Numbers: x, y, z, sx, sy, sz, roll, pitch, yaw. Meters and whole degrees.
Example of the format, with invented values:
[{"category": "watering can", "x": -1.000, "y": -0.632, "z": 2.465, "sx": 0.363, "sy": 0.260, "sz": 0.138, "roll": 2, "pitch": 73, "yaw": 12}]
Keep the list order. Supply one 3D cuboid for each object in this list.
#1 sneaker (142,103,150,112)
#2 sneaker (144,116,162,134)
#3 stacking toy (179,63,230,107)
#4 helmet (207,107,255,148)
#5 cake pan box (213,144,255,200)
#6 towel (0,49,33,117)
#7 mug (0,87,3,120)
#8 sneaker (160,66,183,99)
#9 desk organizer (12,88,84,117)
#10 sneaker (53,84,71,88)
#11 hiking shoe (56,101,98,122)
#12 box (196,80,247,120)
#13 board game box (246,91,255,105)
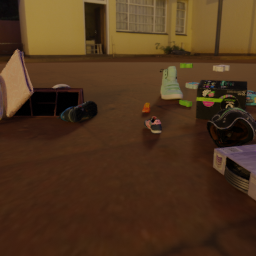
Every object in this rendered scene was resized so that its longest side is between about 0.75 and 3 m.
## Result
[{"category": "sneaker", "x": 0.700, "y": -0.776, "z": 10.641, "sx": 0.315, "sy": 0.333, "sz": 0.864, "roll": 2, "pitch": 18, "yaw": 2}, {"category": "sneaker", "x": 0.750, "y": -0.168, "z": 8.321, "sx": 0.371, "sy": 0.434, "sz": 1.058, "roll": -5, "pitch": 17, "yaw": -16}, {"category": "stacking toy", "x": 2.816, "y": -1.572, "z": 10.837, "sx": 0.547, "sy": 1.754, "sz": 2.326, "roll": -14, "pitch": 22, "yaw": -34}, {"category": "helmet", "x": 2.459, "y": -0.023, "z": 6.577, "sx": 0.947, "sy": 0.993, "sz": 0.993, "roll": -24, "pitch": 19, "yaw": -4}, {"category": "cake pan box", "x": 2.696, "y": 0.758, "z": 5.072, "sx": 1.818, "sy": 0.476, "sz": 1.675, "roll": -4, "pitch": 14, "yaw": -13}, {"category": "towel", "x": -3.611, "y": -1.393, "z": 8.970, "sx": 0.269, "sy": 1.592, "sz": 1.667, "roll": -2, "pitch": -23, "yaw": -45}, {"category": "mug", "x": -5.081, "y": -0.895, "z": 8.884, "sx": 1.612, "sy": 1.573, "sz": 1.964, "roll": -6, "pitch": 14, "yaw": -8}, {"category": "sneaker", "x": 2.052, "y": -2.200, "z": 13.496, "sx": 0.923, "sy": 1.479, "sz": 2.508, "roll": 0, "pitch": 17, "yaw": -6}, {"category": "desk organizer", "x": -2.939, "y": -0.916, "z": 10.119, "sx": 2.538, "sy": 0.910, "sz": 0.977, "roll": 0, "pitch": 18, "yaw": 2}, {"category": "sneaker", "x": -3.251, "y": -1.447, "z": 12.486, "sx": 1.789, "sy": 0.721, "sz": 0.668, "roll": -22, "pitch": 42, "yaw": -37}, {"category": "hiking shoe", "x": -1.641, "y": -0.585, "z": 9.479, "sx": 0.698, "sy": 0.599, "sz": 1.609, "roll": 1, "pitch": 11, "yaw": 28}, {"category": "box", "x": 3.149, "y": -0.941, "z": 9.480, "sx": 1.549, "sy": 1.150, "sz": 0.963, "roll": 5, "pitch": 28, "yaw": 20}, {"category": "board game box", "x": 4.804, "y": -1.322, "z": 12.318, "sx": 1.853, "sy": 0.435, "sz": 1.399, "roll": -1, "pitch": 16, "yaw": -3}]
